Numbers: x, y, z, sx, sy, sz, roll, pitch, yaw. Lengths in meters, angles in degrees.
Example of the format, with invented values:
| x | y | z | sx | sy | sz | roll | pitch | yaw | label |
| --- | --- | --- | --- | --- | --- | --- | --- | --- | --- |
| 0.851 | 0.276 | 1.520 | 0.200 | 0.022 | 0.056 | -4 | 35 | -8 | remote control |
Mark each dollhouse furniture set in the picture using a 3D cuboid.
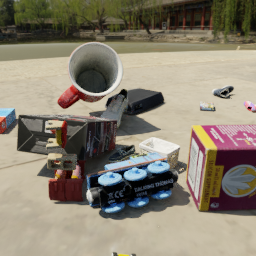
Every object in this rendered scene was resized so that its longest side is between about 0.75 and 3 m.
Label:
| x | y | z | sx | sy | sz | roll | pitch | yaw | label |
| --- | --- | --- | --- | --- | --- | --- | --- | --- | --- |
| -1.365 | 0.637 | 6.384 | 0.766 | 1.885 | 1.014 | 2 | 24 | -6 | dollhouse furniture set |

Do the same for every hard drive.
| x | y | z | sx | sy | sz | roll | pitch | yaw | label |
| --- | --- | --- | --- | --- | --- | --- | --- | --- | --- |
| 0.363 | -1.336 | 13.187 | 1.809 | 0.568 | 2.682 | 16 | 27 | 35 | hard drive |

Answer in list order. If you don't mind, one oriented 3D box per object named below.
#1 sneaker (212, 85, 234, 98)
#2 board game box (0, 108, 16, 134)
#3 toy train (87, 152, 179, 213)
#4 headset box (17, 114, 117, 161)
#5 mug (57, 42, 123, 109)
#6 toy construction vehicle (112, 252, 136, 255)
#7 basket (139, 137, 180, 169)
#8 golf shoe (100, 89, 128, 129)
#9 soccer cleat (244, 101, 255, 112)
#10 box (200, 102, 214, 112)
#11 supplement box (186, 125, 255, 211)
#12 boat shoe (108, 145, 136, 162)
| x | y | z | sx | sy | sz | roll | pitch | yaw | label |
| --- | --- | --- | --- | --- | --- | --- | --- | --- | --- |
| 5.206 | -1.923 | 14.690 | 1.266 | 0.481 | 0.915 | -16 | 14 | -13 | sneaker |
| -5.676 | -0.276 | 10.662 | 2.249 | 0.453 | 1.721 | -1 | 22 | -3 | board game box |
| 0.054 | 1.206 | 6.393 | 2.142 | 0.928 | 1.224 | -10 | 15 | -19 | toy train |
| -1.551 | 0.155 | 8.125 | 1.960 | 0.989 | 2.637 | 6 | 5 | 15 | headset box |
| -1.632 | -1.841 | 10.726 | 2.484 | 1.867 | 2.798 | -16 | 1 | -11 | mug |
| -0.477 | 2.462 | 3.780 | 1.381 | 0.558 | 1.586 | 8 | 23 | -11 | toy construction vehicle |
| 0.882 | 0.741 | 7.871 | 0.994 | 0.613 | 0.674 | 17 | 27 | 39 | basket |
| -0.499 | -0.778 | 10.679 | 0.833 | 1.034 | 2.127 | 18 | 37 | 2 | golf shoe |
| 5.477 | -0.987 | 12.661 | 0.365 | 0.340 | 0.997 | -6 | 25 | -10 | soccer cleat |
| 3.622 | -0.988 | 12.862 | 0.614 | 0.169 | 0.899 | 5 | 22 | 12 | box |
| 2.661 | 0.851 | 6.283 | 2.430 | 1.591 | 1.254 | -2 | 23 | -2 | supplement box |
| -0.164 | 0.746 | 8.269 | 0.997 | 0.308 | 0.373 | -16 | 26 | -34 | boat shoe |
